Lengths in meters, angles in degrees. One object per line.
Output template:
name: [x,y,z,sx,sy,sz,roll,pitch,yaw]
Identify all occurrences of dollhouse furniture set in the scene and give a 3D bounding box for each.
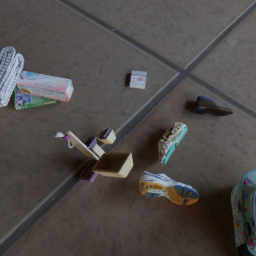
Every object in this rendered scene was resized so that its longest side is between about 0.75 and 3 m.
dollhouse furniture set: [-0.941,0.372,8.804,1.860,2.621,2.077,47,60,-25]

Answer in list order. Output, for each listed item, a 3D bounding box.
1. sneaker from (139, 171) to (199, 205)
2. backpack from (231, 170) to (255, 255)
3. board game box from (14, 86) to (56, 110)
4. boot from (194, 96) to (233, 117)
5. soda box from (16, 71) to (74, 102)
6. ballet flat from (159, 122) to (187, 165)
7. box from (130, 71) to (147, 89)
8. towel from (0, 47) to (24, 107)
sneaker: [1.366,1.888,9.271,2.033,0.765,0.896,17,26,-9]
backpack: [4.310,2.477,8.231,2.327,2.030,2.648,1,50,6]
board game box: [-3.836,-1.391,11.575,1.627,0.237,1.095,-10,59,-6]
boot: [3.395,-0.904,11.098,1.490,0.557,0.722,6,61,6]
soda box: [-3.290,-1.663,11.220,2.075,0.660,0.709,11,60,6]
ballet flat: [1.494,0.506,10.164,0.631,0.747,1.976,26,52,20]
box: [0.438,-2.084,12.041,0.651,0.172,0.836,6,60,4]
towel: [-5.426,-1.909,10.982,2.101,1.086,2.537,-9,55,30]
